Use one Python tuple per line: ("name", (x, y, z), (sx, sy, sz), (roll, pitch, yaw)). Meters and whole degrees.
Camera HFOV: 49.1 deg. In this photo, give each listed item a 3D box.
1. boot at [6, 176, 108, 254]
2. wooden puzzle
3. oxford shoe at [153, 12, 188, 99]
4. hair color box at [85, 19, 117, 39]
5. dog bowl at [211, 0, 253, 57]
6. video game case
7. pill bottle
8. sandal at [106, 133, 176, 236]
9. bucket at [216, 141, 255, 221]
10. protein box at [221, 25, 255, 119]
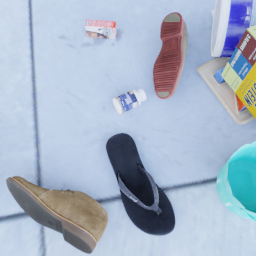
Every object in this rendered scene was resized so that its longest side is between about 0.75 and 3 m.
("boot", (-1.620, 1.740, 6.403), (2.534, 0.933, 0.956), (30, 49, 10))
("wooden puzzle", (3.319, -1.393, 7.857), (2.001, 0.500, 2.161), (-28, 69, -12))
("oxford shoe", (1.344, -1.935, 7.912), (0.870, 0.923, 2.469), (7, 82, 36))
("hair color box", (-0.819, -3.013, 8.578), (0.906, 0.503, 0.290), (5, 66, 3))
("dog bowl", (2.765, -2.897, 7.612), (0.745, 1.892, 1.892), (6, 66, 10))
("video game case", (3.314, -3.417, 8.961), (1.097, 0.130, 0.999), (-5, 66, -3))
("pill bottle", (0.051, -0.749, 7.588), (0.846, 0.470, 0.470), (-26, 68, -11))
("sandal", (0.179, 1.295, 6.616), (1.019, 0.574, 2.681), (-27, 69, -11))
("bucket", (2.905, 1.247, 6.342), (1.733, 1.128, 1.733), (0, 67, 0))
("protein box", (4.288, -1.296, 6.590), (2.665, 1.798, 2.646), (-26, 69, -11))
